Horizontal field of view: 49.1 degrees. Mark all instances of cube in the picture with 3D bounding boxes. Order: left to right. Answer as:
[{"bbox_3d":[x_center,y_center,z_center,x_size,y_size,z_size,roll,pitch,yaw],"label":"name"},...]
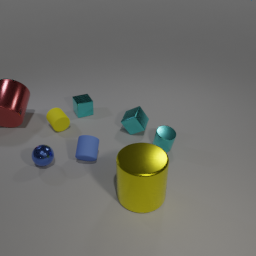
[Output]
[{"bbox_3d":[-1.932,-0.959,12.032,0.700,0.700,0.700,-15,40,-22],"label":"cube"},{"bbox_3d":[0.271,-0.286,10.699,0.700,0.700,0.700,-19,31,34],"label":"cube"}]

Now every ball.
[{"bbox_3d":[-2.747,0.882,9.044,0.700,0.700,0.700,0,32,0],"label":"ball"}]

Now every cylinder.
[{"bbox_3d":[-4.710,-0.959,11.025,1.400,1.400,1.400,1,57,2],"label":"cylinder"},{"bbox_3d":[-2.741,-0.332,10.989,0.700,0.700,0.700,-21,47,-30],"label":"cylinder"},{"bbox_3d":[-1.337,0.673,9.236,0.700,0.700,0.700,4,69,6],"label":"cylinder"},{"bbox_3d":[0.384,1.351,7.745,1.400,1.400,1.400,0,33,0],"label":"cylinder"},{"bbox_3d":[1.266,0.390,9.800,0.700,0.700,0.700,6,45,-6],"label":"cylinder"}]
